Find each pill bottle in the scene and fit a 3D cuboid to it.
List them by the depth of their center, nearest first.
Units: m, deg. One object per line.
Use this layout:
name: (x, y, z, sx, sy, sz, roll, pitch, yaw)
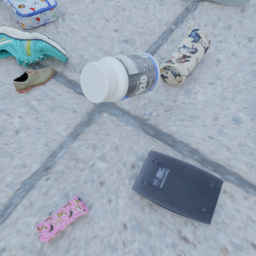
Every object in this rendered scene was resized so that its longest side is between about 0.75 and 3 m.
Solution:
pill bottle: (-0.132, -1.006, 5.607, 0.883, 0.883, 1.552, 42, 40, 23)

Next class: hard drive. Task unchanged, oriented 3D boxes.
hard drive: (1.228, 1.459, 6.960, 1.970, 0.417, 1.329, 22, 61, 13)

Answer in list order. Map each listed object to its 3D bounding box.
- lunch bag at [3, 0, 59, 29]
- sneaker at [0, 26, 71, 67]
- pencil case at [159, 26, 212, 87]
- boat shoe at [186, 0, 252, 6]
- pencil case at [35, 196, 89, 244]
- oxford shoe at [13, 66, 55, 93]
lunch bag: (-3.673, -4.743, 10.611, 1.700, 0.801, 2.121, -30, 64, -19)
sneaker: (-3.177, -2.493, 9.263, 2.717, 1.053, 1.082, 14, 79, 14)
pencil case: (1.818, -2.287, 9.017, 0.973, 0.847, 2.176, 36, 64, 3)
boat shoe: (3.498, -5.738, 11.040, 2.935, 1.039, 1.332, 10, 63, 9)
pencil case: (-1.525, 2.111, 6.495, 1.233, 0.533, 0.510, -35, 72, -17)
oxford shoe: (-2.939, -1.612, 8.810, 1.376, 0.515, 0.485, -37, 65, -21)
